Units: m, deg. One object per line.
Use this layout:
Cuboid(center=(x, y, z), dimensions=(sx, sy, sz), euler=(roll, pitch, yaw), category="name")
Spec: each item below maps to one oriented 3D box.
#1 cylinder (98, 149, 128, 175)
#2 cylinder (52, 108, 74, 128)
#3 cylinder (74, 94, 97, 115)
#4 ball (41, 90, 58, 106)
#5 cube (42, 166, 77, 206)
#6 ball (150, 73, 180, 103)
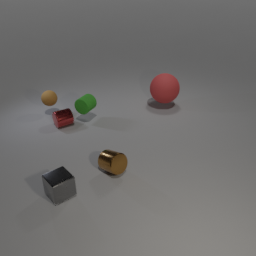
Cuboid(center=(-0.491, 1.082, 8.981), dimensions=(0.700, 0.700, 0.700), euler=(-24, 22, -36), category="cylinder")
Cuboid(center=(-2.742, -0.423, 11.819), dimensions=(0.700, 0.700, 0.700), euler=(-18, 34, -28), category="cylinder")
Cuboid(center=(-1.808, -1.026, 11.970), dimensions=(0.700, 0.700, 0.700), euler=(13, 32, 22), category="cylinder")
Cuboid(center=(-3.486, -1.319, 12.415), dimensions=(0.700, 0.700, 0.700), euler=(0, 29, 0), category="ball")
Cuboid(center=(-1.985, 1.661, 8.109), dimensions=(0.700, 0.700, 0.700), euler=(-23, 36, -35), category="cube")
Cuboid(center=(1.728, -1.866, 13.197), dimensions=(1.400, 1.400, 1.400), euler=(0, 29, 0), category="ball")
